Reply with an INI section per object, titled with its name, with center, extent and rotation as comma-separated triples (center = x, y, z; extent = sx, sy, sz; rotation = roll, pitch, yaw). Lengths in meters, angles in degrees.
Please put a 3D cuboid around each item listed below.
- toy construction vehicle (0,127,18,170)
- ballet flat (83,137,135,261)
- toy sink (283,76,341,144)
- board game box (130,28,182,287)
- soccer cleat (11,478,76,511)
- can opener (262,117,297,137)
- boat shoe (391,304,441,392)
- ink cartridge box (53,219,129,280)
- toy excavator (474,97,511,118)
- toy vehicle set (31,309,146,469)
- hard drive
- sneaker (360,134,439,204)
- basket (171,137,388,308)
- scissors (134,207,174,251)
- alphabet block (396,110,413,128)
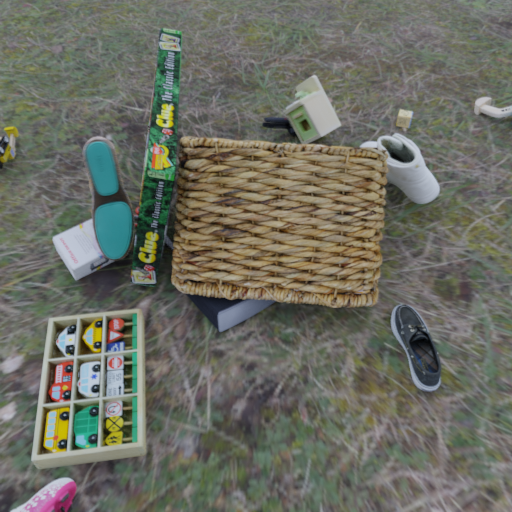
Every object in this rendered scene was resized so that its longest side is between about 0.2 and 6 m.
[toy construction vehicle]
center = -6.705, -2.460, 13.625
extent = 1.602, 0.648, 1.840
rotation = -12, 44, 4
[ballet flat]
center = -2.836, -1.127, 10.946
extent = 0.815, 2.395, 0.805
rotation = -6, 16, -11
[toy sink]
center = 1.287, -3.574, 13.876
extent = 0.780, 1.393, 0.908
rotation = -33, 11, -24
[board game box]
center = -2.048, -2.275, 11.769
extent = 0.631, 2.817, 5.376
rotation = 5, 44, -11
[soccer cleat]
center = -3.496, 3.833, 7.489
extent = 1.006, 0.814, 2.331
rotation = 28, 54, 17
[can opener]
center = 0.719, -3.380, 14.343
extent = 1.204, 0.382, 0.473
rotation = 6, 40, -28
[boat shoe]
center = 2.871, 1.508, 9.896
extent = 0.612, 0.505, 1.783
rotation = -6, 47, -5
[ink cartridge box]
center = -3.340, -0.203, 11.370
extent = 1.220, 0.522, 0.901
rotation = -30, 67, -23
[toy excavator]
center = 6.859, -3.797, 14.731
extent = 1.695, 0.847, 1.648
rotation = -14, 47, -1
[toy vehicle set]
center = -2.726, 2.122, 9.429
extent = 1.666, 0.356, 2.682
rotation = -6, 47, -6
[hard drive]
center = -0.240, 0.477, 10.903
extent = 2.058, 0.436, 1.388
rotation = -30, 54, -25
[sneaker]
center = 2.968, -2.296, 12.521
extent = 0.933, 1.464, 2.533
rotation = -43, 42, 0
[basket]
center = 0.419, -0.718, 11.256
extent = 3.960, 2.950, 2.826
rotation = 3, 6, 0
[scissors]
center = -2.061, -0.558, 12.091
extent = 1.759, 0.123, 0.643
rotation = 31, 50, 24
[alphabet block]
center = 3.920, -3.618, 14.799
extent = 0.346, 0.340, 0.338
rotation = 13, 47, 13
